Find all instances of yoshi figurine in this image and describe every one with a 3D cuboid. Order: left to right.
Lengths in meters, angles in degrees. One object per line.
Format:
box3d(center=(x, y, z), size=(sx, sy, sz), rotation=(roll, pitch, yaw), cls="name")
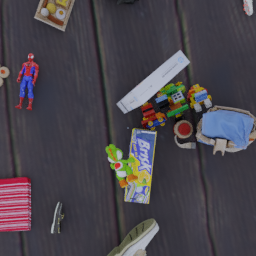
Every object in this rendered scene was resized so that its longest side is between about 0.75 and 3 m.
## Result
box3d(center=(-0.224, 1.164, 9.046), size=(0.789, 0.787, 1.405), rotation=(-21, 74, -27), cls="yoshi figurine")

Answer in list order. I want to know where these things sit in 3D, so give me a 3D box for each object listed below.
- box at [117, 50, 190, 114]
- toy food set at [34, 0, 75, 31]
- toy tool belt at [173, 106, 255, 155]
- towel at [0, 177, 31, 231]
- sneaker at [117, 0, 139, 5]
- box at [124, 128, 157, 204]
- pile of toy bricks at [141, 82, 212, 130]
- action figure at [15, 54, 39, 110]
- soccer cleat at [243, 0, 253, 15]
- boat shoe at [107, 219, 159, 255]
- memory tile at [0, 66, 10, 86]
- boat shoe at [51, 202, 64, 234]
box3d(center=(0.744, -1.485, 9.748), size=(2.102, 2.696, 0.555), rotation=(-42, 95, -12), cls="box")
box3d(center=(-2.810, -4.816, 10.970), size=(1.224, 0.515, 1.706), rotation=(19, 87, -21), cls="toy food set")
box3d(center=(3.260, 0.054, 10.201), size=(2.975, 1.828, 1.858), rotation=(4, 86, 0), cls="toy tool belt")
box3d(center=(-4.506, 2.950, 10.822), size=(1.486, 0.231, 2.055), rotation=(-2, 86, 1), cls="towel")
box3d(center=(0.032, -5.180, 11.309), size=(0.964, 0.366, 0.438), rotation=(-26, 95, 2), cls="sneaker")
box3d(center=(0.467, 1.403, 10.603), size=(0.942, 0.864, 2.688), rotation=(6, 86, 0), cls="box")
box3d(center=(1.634, -1.149, 10.639), size=(2.792, 1.549, 1.378), rotation=(-23, 57, 6), cls="pile of toy bricks")
box3d(center=(-3.942, -1.847, 11.009), size=(0.723, 0.571, 2.210), rotation=(6, 84, 3), cls="action figure")
box3d(center=(4.855, -5.139, 11.276), size=(0.468, 0.418, 1.206), rotation=(-15, 84, -4), cls="soccer cleat")
box3d(center=(0.232, 4.519, 10.402), size=(2.681, 1.002, 0.917), rotation=(-44, 93, 5), cls="boat shoe")
box3d(center=(-5.773, -2.223, 11.201), size=(1.786, 0.150, 1.369), rotation=(34, 87, 2), cls="memory tile")
box3d(center=(-2.635, 3.436, 10.705), size=(0.364, 0.431, 1.210), rotation=(11, 93, -2), cls="boat shoe")
